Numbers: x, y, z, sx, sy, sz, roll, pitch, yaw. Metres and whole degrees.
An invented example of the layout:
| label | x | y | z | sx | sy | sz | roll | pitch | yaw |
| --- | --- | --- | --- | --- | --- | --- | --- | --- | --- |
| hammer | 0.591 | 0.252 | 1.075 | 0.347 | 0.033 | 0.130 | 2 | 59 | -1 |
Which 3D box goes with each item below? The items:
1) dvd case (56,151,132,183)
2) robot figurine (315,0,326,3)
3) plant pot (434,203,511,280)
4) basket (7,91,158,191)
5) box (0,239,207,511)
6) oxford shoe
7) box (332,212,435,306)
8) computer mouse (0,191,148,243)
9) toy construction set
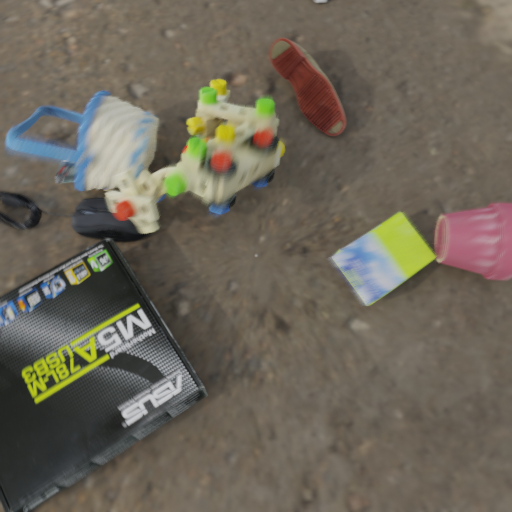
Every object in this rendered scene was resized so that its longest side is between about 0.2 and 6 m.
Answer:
| label | x | y | z | sx | sy | sz | roll | pitch | yaw |
| --- | --- | --- | --- | --- | --- | --- | --- | --- | --- |
| dvd case | -2.719 | -1.556 | 9.692 | 1.326 | 0.146 | 0.968 | -5 | 32 | -9 |
| robot figurine | 1.368 | -5.665 | 11.951 | 0.625 | 0.353 | 0.530 | -3 | 88 | 0 |
| plant pot | 3.480 | -0.251 | 8.927 | 1.083 | 1.210 | 1.210 | 4 | 65 | 5 |
| basket | -2.810 | -1.942 | 9.371 | 2.130 | 1.481 | 1.878 | 17 | 30 | -8 |
| box | -2.769 | 1.640 | 8.327 | 3.048 | 0.724 | 2.944 | -30 | 66 | -13 |
| oxford shoe | 1.128 | -3.223 | 10.608 | 0.795 | 0.749 | 2.127 | -23 | 80 | -54 |
| box | 1.996 | 0.074 | 8.982 | 1.601 | 0.382 | 0.976 | -31 | 79 | -25 |
| computer mouse | -3.215 | -0.778 | 9.534 | 2.952 | 0.502 | 0.865 | 6 | 66 | 1 |
| toy construction set | -0.851 | -1.643 | 9.094 | 2.174 | 1.528 | 3.316 | 29 | 59 | 25 |
